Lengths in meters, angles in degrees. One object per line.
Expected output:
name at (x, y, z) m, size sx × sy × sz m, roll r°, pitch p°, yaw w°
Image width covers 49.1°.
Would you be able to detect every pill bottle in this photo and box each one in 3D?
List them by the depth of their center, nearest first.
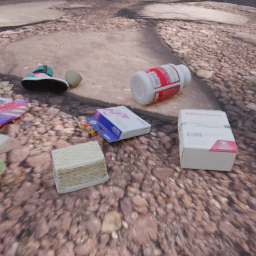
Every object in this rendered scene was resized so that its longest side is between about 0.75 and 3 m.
pill bottle at (1.539, -2.087, 12.841) m, size 2.645 × 1.485 × 1.485 m, roll -20°, pitch 40°, yaw -27°

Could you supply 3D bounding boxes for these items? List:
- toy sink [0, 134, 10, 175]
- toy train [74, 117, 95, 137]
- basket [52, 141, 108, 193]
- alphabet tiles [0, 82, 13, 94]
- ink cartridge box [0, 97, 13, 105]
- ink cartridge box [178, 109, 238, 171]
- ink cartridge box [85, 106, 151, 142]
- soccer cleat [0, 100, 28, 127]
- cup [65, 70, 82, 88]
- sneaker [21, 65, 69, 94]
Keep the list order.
toy sink at (-4.846, 1.109, 8.313) m, size 2.635 × 1.476 × 1.718 m, roll 7°, pitch 35°, yaw 18°
toy train at (-1.560, -0.128, 10.605) m, size 0.322 × 0.871 × 1.159 m, roll -45°, pitch 41°, yaw -10°
basket at (-1.504, 1.153, 8.654) m, size 1.602 × 0.988 × 1.086 m, roll -12°, pitch 37°, yaw -17°
alphabet tiles at (-6.739, -1.911, 13.824) m, size 1.889 × 0.071 × 1.579 m, roll -1°, pitch 35°, yaw -1°
ink cartridge box at (-5.702, -1.211, 12.751) m, size 0.813 × 0.159 × 0.404 m, roll 11°, pitch 37°, yaw 13°
ink cartridge box at (2.661, 0.343, 9.807) m, size 1.704 × 0.992 × 2.340 m, roll 4°, pitch 37°, yaw 5°
ink cartridge box at (-0.408, -0.234, 10.856) m, size 1.893 × 0.410 × 1.859 m, roll -11°, pitch 35°, yaw -37°
soccer cleat at (-5.002, -0.651, 11.264) m, size 0.823 × 0.943 × 2.467 m, roll 17°, pitch 39°, yaw 23°
cup at (-2.797, -2.370, 13.935) m, size 0.862 × 0.862 × 0.617 m, roll 13°, pitch 63°, yaw 18°
sneaker at (-3.880, -2.439, 13.854) m, size 2.371 × 0.991 × 1.431 m, roll 6°, pitch 45°, yaw 11°
